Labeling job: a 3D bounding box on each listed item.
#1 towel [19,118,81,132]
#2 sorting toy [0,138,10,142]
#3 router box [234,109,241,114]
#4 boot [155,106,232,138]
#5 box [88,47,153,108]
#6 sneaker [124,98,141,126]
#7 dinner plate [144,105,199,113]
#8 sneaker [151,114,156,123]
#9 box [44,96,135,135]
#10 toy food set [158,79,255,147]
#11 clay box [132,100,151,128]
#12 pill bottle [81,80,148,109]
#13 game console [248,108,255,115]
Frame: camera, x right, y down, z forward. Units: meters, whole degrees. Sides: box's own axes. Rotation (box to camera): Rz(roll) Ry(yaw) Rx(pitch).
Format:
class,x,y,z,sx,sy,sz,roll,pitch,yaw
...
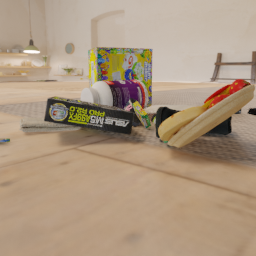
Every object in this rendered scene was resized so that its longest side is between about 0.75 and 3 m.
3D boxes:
class,x,y,z,sx,sy,sz,roll,pitch,yaw
towel,-2.600,-0.114,9.357,1.940,0.334,1.285,-1,12,-21
sorting toy,-3.671,0.376,7.576,0.962,0.131,0.542,0,8,0
router box,4.370,-0.871,12.965,1.318,0.344,1.036,-4,13,-19
boot,2.014,-0.203,8.329,2.010,0.914,2.392,1,5,22
box,-0.395,-2.436,14.037,2.841,2.950,1.800,-4,11,-21
sneaker,0.149,-0.449,10.661,0.626,0.731,1.783,27,27,-13
dinner plate,1.948,-0.779,11.656,2.966,0.360,2.966,1,3,0
sneaker,1.324,-0.279,10.364,0.488,0.422,1.178,37,32,30
box,-1.261,-0.467,8.804,2.361,0.652,2.948,9,5,-13
toy food set,1.918,-0.314,6.859,2.507,0.610,2.481,-35,-13,8
clay box,0.439,-0.491,9.617,0.236,0.569,0.991,-29,41,-5
pill bottle,-0.557,-1.243,11.838,2.712,1.525,1.525,-9,15,-37
game console,6.351,-0.590,11.770,1.525,0.312,2.586,-2,11,-7
